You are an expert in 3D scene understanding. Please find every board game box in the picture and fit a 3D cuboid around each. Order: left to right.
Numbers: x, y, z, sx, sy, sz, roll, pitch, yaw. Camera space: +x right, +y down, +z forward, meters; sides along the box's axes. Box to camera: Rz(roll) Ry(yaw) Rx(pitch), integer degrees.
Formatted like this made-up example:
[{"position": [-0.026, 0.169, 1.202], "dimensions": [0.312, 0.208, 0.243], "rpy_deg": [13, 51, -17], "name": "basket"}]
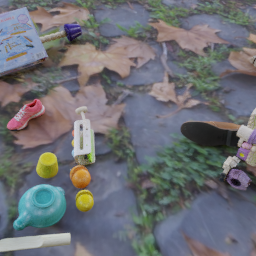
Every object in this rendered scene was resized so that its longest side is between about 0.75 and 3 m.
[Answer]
[{"position": [-4.625, -3.381, 11.047], "dimensions": [2.209, 0.455, 2.204], "rpy_deg": [-23, 90, -16], "name": "board game box"}]

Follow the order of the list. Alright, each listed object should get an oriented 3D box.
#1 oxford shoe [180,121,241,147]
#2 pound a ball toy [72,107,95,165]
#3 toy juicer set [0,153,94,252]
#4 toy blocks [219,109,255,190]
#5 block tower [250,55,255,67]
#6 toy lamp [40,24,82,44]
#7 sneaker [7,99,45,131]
[{"position": [2.760, 0.111, 9.013], "dimensions": [2.169, 0.774, 0.773], "rpy_deg": [9, 28, 4], "name": "oxford shoe"}, {"position": [-1.453, 0.232, 8.602], "dimensions": [0.654, 1.004, 1.540], "rpy_deg": [-10, 53, 1], "name": "pound a ball toy"}, {"position": [-1.912, 2.099, 7.350], "dimensions": [1.876, 0.803, 2.950], "rpy_deg": [17, 44, -4], "name": "toy juicer set"}, {"position": [4.051, 0.641, 7.538], "dimensions": [1.953, 2.168, 2.320], "rpy_deg": [31, 55, 29], "name": "toy blocks"}, {"position": [5.411, -2.469, 11.177], "dimensions": [0.350, 0.327, 1.209], "rpy_deg": [-20, 54, -14], "name": "block tower"}, {"position": [-3.296, -3.899, 12.058], "dimensions": [2.651, 0.772, 0.772], "rpy_deg": [-20, 54, -15], "name": "toy lamp"}, {"position": [-3.497, -0.487, 9.419], "dimensions": [0.529, 0.622, 1.435], "rpy_deg": [34, 60, 24], "name": "sneaker"}]
